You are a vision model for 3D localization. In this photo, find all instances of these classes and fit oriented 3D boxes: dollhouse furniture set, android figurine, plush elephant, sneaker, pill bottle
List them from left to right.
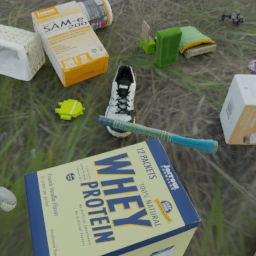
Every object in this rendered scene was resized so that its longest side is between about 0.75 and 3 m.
[{"bbox_3d":[-4.240,2.152,5.796,2.743,2.259,2.124,-28,35,13],"label":"plush elephant"},{"bbox_3d":[-1.930,-0.630,9.369,0.954,0.196,0.868,6,50,6],"label":"android figurine"},{"bbox_3d":[-1.884,-4.838,12.222,2.167,1.261,1.261,-25,54,-18],"label":"pill bottle"},{"bbox_3d":[-0.239,-0.942,9.008,0.973,1.127,2.572,1,54,-1],"label":"sneaker"},{"bbox_3d":[2.091,-3.793,11.233,2.785,1.398,1.825,-17,52,-14],"label":"dollhouse furniture set"}]

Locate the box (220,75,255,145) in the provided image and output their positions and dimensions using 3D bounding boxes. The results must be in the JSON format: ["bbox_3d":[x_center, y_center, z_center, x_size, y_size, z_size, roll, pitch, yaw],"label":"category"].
[{"bbox_3d":[4.155,-0.486,8.199,2.338,1.780,1.243,1,50,2],"label":"box"}]

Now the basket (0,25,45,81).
[{"bbox_3d":[-4.356,-2.880,10.457,2.132,1.445,1.315,16,50,13],"label":"basket"}]

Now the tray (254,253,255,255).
[{"bbox_3d":[3.076,3.428,5.786,1.277,0.479,2.588,31,56,24],"label":"tray"}]

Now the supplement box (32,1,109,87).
[{"bbox_3d":[-2.156,-3.169,10.426,1.786,1.042,2.835,-25,73,-19],"label":"supplement box"}]

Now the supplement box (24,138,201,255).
[{"bbox_3d":[-0.325,1.947,5.601,2.626,2.623,1.763,-15,52,-12],"label":"supplement box"}]

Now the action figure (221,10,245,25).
[{"bbox_3d":[4.886,-5.081,12.881,1.120,0.571,0.665,22,43,20],"label":"action figure"}]

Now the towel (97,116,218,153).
[{"bbox_3d":[0.762,0.125,7.198,2.782,2.040,0.302,14,91,8],"label":"towel"}]

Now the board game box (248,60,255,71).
[{"bbox_3d":[5.221,-2.424,10.879,0.981,0.191,0.775,36,59,26],"label":"board game box"}]
